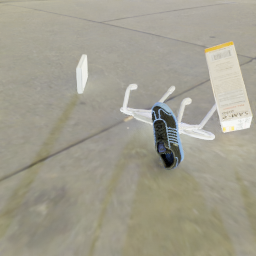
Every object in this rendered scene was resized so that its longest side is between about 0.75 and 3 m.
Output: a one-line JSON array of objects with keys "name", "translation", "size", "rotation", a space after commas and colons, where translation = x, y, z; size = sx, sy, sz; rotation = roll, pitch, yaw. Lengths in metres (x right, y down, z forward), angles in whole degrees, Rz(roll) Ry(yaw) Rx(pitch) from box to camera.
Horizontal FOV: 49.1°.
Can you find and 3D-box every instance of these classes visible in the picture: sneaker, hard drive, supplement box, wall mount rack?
[{"name": "sneaker", "translation": [0.803, 0.186, 6.054], "size": [0.517, 1.474, 0.574], "rotation": [-15, 10, 36]}, {"name": "hard drive", "translation": [-1.612, -1.940, 9.918], "size": [0.185, 0.914, 1.385], "rotation": [2, 32, -1]}, {"name": "supplement box", "translation": [2.493, -0.967, 6.980], "size": [0.705, 1.917, 1.208], "rotation": [-12, -15, 18]}, {"name": "wall mount rack", "translation": [1.261, -0.570, 7.566], "size": [2.777, 1.035, 2.413], "rotation": [21, 15, 34]}]
